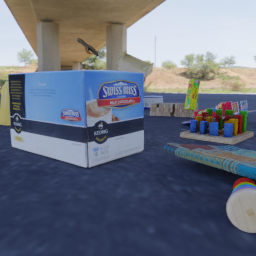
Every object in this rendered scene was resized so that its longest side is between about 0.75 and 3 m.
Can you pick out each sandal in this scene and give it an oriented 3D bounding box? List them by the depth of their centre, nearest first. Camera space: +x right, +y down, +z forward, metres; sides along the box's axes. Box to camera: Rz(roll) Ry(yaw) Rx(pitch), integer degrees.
[{"bbox_3d":[-1.483,-2.879,10.156,0.999,0.273,0.408,37,-5,0],"label":"sandal"}]

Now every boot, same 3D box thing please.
[{"bbox_3d":[3.622,-0.159,9.235,1.165,0.401,1.250,-13,6,0],"label":"boot"}]

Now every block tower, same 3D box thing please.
[{"bbox_3d":[2.158,-0.847,12.959,2.250,0.650,0.608,6,11,29],"label":"block tower"}]

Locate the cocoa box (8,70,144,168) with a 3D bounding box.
[{"bbox_3d":[-1.175,-0.365,6.188,2.649,1.738,1.767,7,11,39],"label":"cocoa box"}]

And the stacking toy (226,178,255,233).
[{"bbox_3d":[1.387,0.816,3.245,0.447,0.447,1.047,3,3,20],"label":"stacking toy"}]

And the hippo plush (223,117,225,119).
[{"bbox_3d":[4.193,-0.646,11.534,0.838,0.668,0.674,1,10,6],"label":"hippo plush"}]

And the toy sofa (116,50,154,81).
[{"bbox_3d":[0.248,-2.225,10.052,1.263,0.616,0.523,28,45,16],"label":"toy sofa"}]

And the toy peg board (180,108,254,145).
[{"bbox_3d":[2.511,-0.115,7.858,1.531,0.749,1.524,7,11,41],"label":"toy peg board"}]

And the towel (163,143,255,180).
[{"bbox_3d":[2.025,0.536,4.478,1.836,0.272,2.503,5,4,-33],"label":"towel"}]

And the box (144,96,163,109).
[{"bbox_3d":[1.485,-1.565,17.120,1.324,0.755,1.440,0,10,4],"label":"box"}]

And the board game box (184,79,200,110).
[{"bbox_3d":[2.561,-1.320,11.180,0.283,1.188,0.603,9,1,-7],"label":"board game box"}]

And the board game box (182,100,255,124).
[{"bbox_3d":[3.204,-0.628,10.179,2.576,0.502,2.035,-10,1,-1],"label":"board game box"}]

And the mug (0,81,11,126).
[{"bbox_3d":[-4.248,-0.956,10.537,1.937,1.591,1.552,-9,13,-41],"label":"mug"}]
